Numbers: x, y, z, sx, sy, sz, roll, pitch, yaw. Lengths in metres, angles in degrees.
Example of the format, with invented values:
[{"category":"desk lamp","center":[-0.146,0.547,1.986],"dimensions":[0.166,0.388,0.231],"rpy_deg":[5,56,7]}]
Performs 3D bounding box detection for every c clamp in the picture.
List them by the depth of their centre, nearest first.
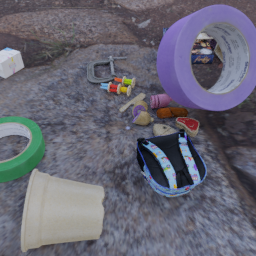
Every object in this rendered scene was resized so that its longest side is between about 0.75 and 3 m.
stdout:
[{"category":"c clamp","center":[-0.884,-2.466,11.613],"dimensions":[1.706,0.270,1.996],"rpy_deg":[-1,43,-1]}]

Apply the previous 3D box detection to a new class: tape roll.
[{"category":"tape roll","center":[-3.611,0.570,8.254],"dimensions":[2.206,0.530,2.206],"rpy_deg":[0,44,0]},{"category":"tape roll","center":[2.467,-2.044,8.568],"dimensions":[2.977,2.977,1.265],"rpy_deg":[-15,11,-16]}]

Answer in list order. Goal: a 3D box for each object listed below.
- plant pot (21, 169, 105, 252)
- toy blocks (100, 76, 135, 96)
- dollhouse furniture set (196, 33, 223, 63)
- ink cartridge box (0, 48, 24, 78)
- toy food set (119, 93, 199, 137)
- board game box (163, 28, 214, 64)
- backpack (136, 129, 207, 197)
[{"category":"plant pot","center":[-1.377,1.842,6.261],"dimensions":[1.596,1.744,1.744],"rpy_deg":[6,43,-10]},{"category":"toy blocks","center":[-0.389,-1.666,10.673],"dimensions":[1.136,0.412,0.947],"rpy_deg":[13,46,13]},{"category":"dollhouse furniture set","center":[3.655,-3.750,12.051],"dimensions":[1.357,1.515,1.912],"rpy_deg":[-7,51,-15]},{"category":"ink cartridge box","center":[-5.017,-2.630,11.440],"dimensions":[0.757,0.737,1.178],"rpy_deg":[22,48,22]},{"category":"toy food set","center":[1.188,-0.458,9.375],"dimensions":[2.883,0.454,1.833],"rpy_deg":[30,51,28]},{"category":"board game box","center":[2.678,-3.842,12.894],"dimensions":[1.844,0.471,2.722],"rpy_deg":[-2,44,-2]},{"category":"backpack","center":[1.133,1.036,7.293],"dimensions":[1.590,1.171,1.741],"rpy_deg":[-12,44,-12]}]
